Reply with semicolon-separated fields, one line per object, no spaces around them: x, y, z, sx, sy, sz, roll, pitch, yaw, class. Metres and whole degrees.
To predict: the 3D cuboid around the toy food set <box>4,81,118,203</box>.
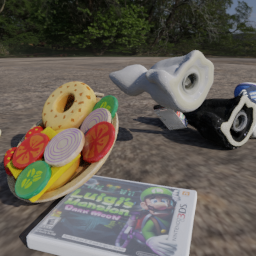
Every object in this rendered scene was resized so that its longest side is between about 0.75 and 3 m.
-1.079;0.187;4.495;2.153;0.524;2.131;-45;42;-14;toy food set

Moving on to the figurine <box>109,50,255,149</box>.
1.140;-0.701;6.955;2.880;1.240;2.811;31;-9;-31;figurine

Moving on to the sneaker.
3.218;-0.559;7.746;1.601;0.881;2.186;-5;41;-21;sneaker

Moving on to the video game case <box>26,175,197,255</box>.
-0.074;1.211;3.880;1.900;0.222;1.727;5;18;16;video game case

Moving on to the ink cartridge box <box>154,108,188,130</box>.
1.067;-0.302;6.947;0.505;0.926;0.233;-8;53;35;ink cartridge box

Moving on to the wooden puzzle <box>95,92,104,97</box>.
-1.693;-1.293;11.119;1.220;0.282;1.130;6;5;14;wooden puzzle
